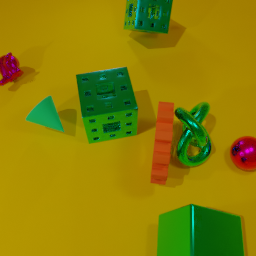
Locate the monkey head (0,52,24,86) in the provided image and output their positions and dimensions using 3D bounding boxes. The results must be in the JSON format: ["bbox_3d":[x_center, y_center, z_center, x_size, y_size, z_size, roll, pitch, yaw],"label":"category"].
[{"bbox_3d":[-3.612,-1.719,8.264,0.906,1.259,0.759,-47,110,-33],"label":"monkey head"}]

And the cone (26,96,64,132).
[{"bbox_3d":[-1.974,-0.206,7.226,0.898,0.894,0.894,44,66,-5],"label":"cone"}]

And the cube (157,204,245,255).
[{"bbox_3d":[1.389,2.324,5.523,1.217,1.217,1.217,18,58,-19],"label":"cube"}]

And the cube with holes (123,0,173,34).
[{"bbox_3d":[0.611,-3.651,8.892,1.126,1.126,1.126,1,17,-20],"label":"cube with holes"}]

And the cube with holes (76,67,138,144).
[{"bbox_3d":[-0.542,-0.576,7.389,1.331,1.331,1.331,-10,60,-6],"label":"cube with holes"}]

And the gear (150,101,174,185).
[{"bbox_3d":[0.790,0.338,6.517,0.347,1.878,1.878,6,60,6],"label":"gear"}]

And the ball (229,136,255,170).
[{"bbox_3d":[2.976,0.619,6.963,0.851,0.851,0.851,0,60,0],"label":"ball"}]

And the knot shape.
[{"bbox_3d":[1.596,0.035,6.877,0.782,1.585,1.693,0,73,22],"label":"knot shape"}]
